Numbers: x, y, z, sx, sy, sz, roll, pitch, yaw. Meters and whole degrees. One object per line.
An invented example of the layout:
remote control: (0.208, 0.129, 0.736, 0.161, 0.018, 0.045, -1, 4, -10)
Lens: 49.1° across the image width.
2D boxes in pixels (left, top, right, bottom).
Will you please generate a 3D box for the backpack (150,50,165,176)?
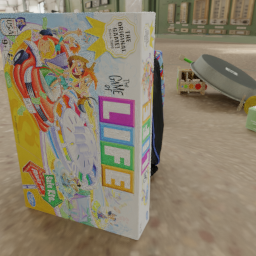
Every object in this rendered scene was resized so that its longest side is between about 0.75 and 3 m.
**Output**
backpack: (-0.649, -0.325, 5.154, 2.518, 2.299, 1.694, 3, 55, 14)

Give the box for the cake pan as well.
cake pan: (3.472, -1.794, 9.811, 2.669, 0.489, 2.669, 20, 32, -13)

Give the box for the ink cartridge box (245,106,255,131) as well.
ink cartridge box: (4.747, -0.257, 7.229, 2.716, 0.651, 1.976, -13, 26, -30)

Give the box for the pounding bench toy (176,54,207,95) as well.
pounding bench toy: (2.485, -2.091, 10.722, 1.132, 1.452, 0.902, 2, 22, 6)

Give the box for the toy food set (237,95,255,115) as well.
toy food set: (3.846, -0.634, 8.371, 0.338, 0.608, 1.034, 11, 9, -31)

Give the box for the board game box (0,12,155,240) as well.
board game box: (-0.646, -0.019, 3.732, 1.903, 2.830, 0.484, 8, 23, 21)
